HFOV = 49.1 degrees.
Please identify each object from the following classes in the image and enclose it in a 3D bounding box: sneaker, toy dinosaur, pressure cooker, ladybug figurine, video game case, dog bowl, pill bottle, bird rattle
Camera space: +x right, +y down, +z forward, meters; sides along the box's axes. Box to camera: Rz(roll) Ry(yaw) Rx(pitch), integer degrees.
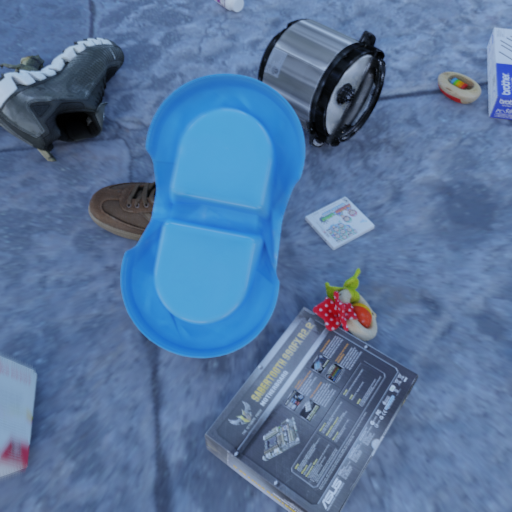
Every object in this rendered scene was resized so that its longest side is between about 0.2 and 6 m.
[{"bbox_3d":[-3.270,-2.866,10.235,1.573,1.155,3.476,41,41,-5],"label":"sneaker"},{"bbox_3d":[-4.607,-2.912,10.514,1.377,0.741,3.124,-9,57,-15],"label":"toy dinosaur"},{"bbox_3d":[1.243,-3.005,9.885,2.012,1.769,1.797,36,64,28],"label":"pressure cooker"},{"bbox_3d":[3.946,-3.279,10.980,0.633,0.336,0.933,-31,59,-21],"label":"ladybug figurine"},{"bbox_3d":[-1.187,-0.880,8.662,3.007,1.136,1.059,8,53,6],"label":"sneaker"},{"bbox_3d":[1.349,-0.540,9.061,0.839,0.099,0.764,-27,58,-19],"label":"video game case"},{"bbox_3d":[-0.542,-0.500,7.478,2.017,0.897,3.618,11,89,1],"label":"dog bowl"},{"bbox_3d":[-0.632,-5.942,12.937,0.427,0.427,0.760,-33,60,-22],"label":"pill bottle"},{"bbox_3d":[1.324,0.727,7.598,0.959,0.663,1.177,45,22,-11],"label":"bird rattle"}]

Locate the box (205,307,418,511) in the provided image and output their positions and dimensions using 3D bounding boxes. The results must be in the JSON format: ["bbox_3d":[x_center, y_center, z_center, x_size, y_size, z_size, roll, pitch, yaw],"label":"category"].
[{"bbox_3d":[0.708,1.928,6.919,1.740,0.531,2.197,29,58,20],"label":"box"}]

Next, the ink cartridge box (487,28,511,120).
[{"bbox_3d":[5.243,-3.613,11.109,1.130,0.531,2.403,10,54,8],"label":"ink cartridge box"}]

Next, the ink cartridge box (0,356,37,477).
[{"bbox_3d":[-3.167,1.882,6.677,0.507,0.892,1.224,-25,50,18],"label":"ink cartridge box"}]
